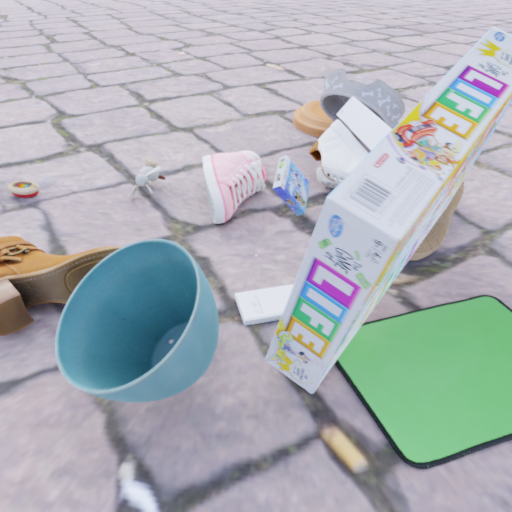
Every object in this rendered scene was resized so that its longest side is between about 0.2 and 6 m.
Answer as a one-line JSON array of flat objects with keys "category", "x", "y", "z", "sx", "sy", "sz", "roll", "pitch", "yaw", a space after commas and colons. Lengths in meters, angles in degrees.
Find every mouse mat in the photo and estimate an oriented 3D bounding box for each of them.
[{"category": "mouse mat", "x": 2.638, "y": 1.451, "z": 7.333, "sx": 2.993, "sy": 0.113, "sz": 2.409, "roll": -12, "pitch": 34, "yaw": -16}]

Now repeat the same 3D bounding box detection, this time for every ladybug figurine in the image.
[{"category": "ladybug figurine", "x": -4.790, "y": -1.361, "z": 11.587, "sx": 0.698, "sy": 0.251, "sz": 0.473, "roll": 9, "pitch": 34, "yaw": 14}]

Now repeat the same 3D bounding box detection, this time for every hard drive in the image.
[{"category": "hard drive", "x": 0.218, "y": 0.723, "z": 8.395, "sx": 0.962, "sy": 0.128, "sz": 0.634, "roll": -8, "pitch": 38, "yaw": -12}]

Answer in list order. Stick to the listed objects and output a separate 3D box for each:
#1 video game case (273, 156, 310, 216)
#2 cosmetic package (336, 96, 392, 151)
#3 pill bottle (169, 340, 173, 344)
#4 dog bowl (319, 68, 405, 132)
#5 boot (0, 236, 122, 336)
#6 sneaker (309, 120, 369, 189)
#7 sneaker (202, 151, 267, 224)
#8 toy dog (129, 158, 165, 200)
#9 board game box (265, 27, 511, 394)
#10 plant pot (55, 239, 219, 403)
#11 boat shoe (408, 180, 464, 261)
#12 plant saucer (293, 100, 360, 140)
[{"category": "video game case", "x": 0.690, "y": -1.332, "z": 10.674, "sx": 0.199, "sy": 0.874, "sz": 0.792, "roll": -13, "pitch": 49, "yaw": 35}, {"category": "cosmetic package", "x": 2.816, "y": -2.313, "z": 11.856, "sx": 1.769, "sy": 0.606, "sz": 2.347, "roll": 30, "pitch": 21, "yaw": -28}, {"category": "pill bottle", "x": -1.026, "y": 1.069, "z": 7.539, "sx": 0.445, "sy": 0.445, "sz": 0.792, "roll": 15, "pitch": 48, "yaw": 22}, {"category": "dog bowl", "x": 2.437, "y": -3.559, "z": 13.293, "sx": 2.080, "sy": 2.080, "sz": 0.610, "roll": 23, "pitch": 81, "yaw": 31}, {"category": "boot", "x": -3.273, "y": 0.206, "z": 8.690, "sx": 2.497, "sy": 0.957, "sz": 1.938, "roll": -29, "pitch": 39, "yaw": -27}, {"category": "sneaker", "x": 2.038, "y": -1.567, "z": 11.549, "sx": 1.203, "sy": 1.035, "sz": 2.842, "roll": -41, "pitch": 47, "yaw": 13}, {"category": "sneaker", "x": -0.377, "y": -1.479, "z": 11.120, "sx": 1.292, "sy": 0.931, "sz": 2.472, "roll": -8, "pitch": 29, "yaw": -3}, {"category": "toy dog", "x": -2.174, "y": -1.596, "z": 11.600, "sx": 0.546, "sy": 0.748, "sz": 1.134, "roll": 21, "pitch": 39, "yaw": -11}, {"category": "board game box", "x": 1.926, "y": -0.674, "z": 7.202, "sx": 0.769, "sy": 3.022, "sz": 4.496, "roll": 34, "pitch": 53, "yaw": 15}, {"category": "plant pot", "x": -1.158, "y": 0.904, "z": 6.475, "sx": 1.847, "sy": 1.244, "sz": 1.847, "roll": -15, "pitch": 52, "yaw": 20}, {"category": "boat shoe", "x": 2.981, "y": -0.780, "z": 10.165, "sx": 0.825, "sy": 0.915, "sz": 2.545, "roll": -16, "pitch": 30, "yaw": 52}, {"category": "plant saucer", "x": 2.347, "y": -3.813, "z": 15.284, "sx": 2.671, "sy": 0.431, "sz": 2.671, "roll": 0, "pitch": 33, "yaw": 0}]
